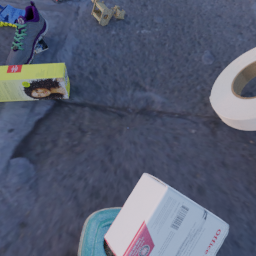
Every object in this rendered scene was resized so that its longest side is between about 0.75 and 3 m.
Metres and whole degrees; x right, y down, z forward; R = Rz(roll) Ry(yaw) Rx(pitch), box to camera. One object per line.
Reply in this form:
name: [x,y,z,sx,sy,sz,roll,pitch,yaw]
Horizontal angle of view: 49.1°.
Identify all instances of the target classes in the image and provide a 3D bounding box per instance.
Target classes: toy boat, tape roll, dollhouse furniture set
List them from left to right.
toy boat: [-0.751,2.765,5.559,2.737,1.272,2.301,-5,59,-10]
dollhouse furniture set: [-0.899,-4.743,11.354,1.073,0.675,1.213,-10,52,-37]
tape roll: [3.653,-1.210,7.643,2.888,0.528,2.888,-31,34,24]

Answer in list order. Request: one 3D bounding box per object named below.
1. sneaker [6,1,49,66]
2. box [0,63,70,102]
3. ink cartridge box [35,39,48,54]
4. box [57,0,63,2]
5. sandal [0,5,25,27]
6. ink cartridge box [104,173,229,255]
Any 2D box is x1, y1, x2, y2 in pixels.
sneaker: [-3.691,-3.119,9.632,0.955,1.123,2.566,9,64,16]
box: [-3.265,-1.392,8.675,2.749,1.035,0.689,-3,55,-1]
ink cartridge box: [-3.409,-3.192,10.405,0.500,0.197,1.005,-31,60,-19]
box: [-2.511,-6.276,12.414,1.818,0.343,1.241,-23,59,-15]
sandal: [-4.529,-4.401,10.874,1.840,0.801,0.731,-3,54,-4]
ink cartridge box: [0.782,1.934,5.195,1.434,1.969,0.835,-57,29,-6]
